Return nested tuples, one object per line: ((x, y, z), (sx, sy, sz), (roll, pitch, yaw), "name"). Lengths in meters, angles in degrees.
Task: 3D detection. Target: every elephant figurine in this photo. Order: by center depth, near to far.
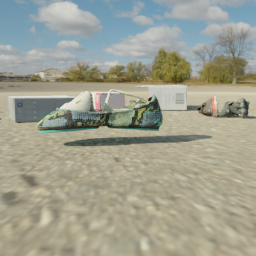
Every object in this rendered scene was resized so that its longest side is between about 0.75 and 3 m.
((4.039, -0.742, 10.955), (1.179, 0.834, 0.914), (-12, -30, 39), "elephant figurine")

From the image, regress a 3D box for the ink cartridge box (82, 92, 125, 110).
((-1.370, -1.447, 14.741), (1.533, 0.866, 2.092), (-7, 11, -37), "ink cartridge box")

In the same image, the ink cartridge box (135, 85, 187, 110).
((1.698, -1.679, 15.012), (2.581, 1.233, 2.940), (1, 9, 5), "ink cartridge box")

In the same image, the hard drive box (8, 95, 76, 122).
((-3.226, -0.777, 10.540), (2.206, 0.847, 1.719), (-5, 10, -27), "hard drive box")

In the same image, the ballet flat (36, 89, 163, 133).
((-0.591, -0.384, 6.172), (2.758, 1.024, 1.024), (-2, 9, -14), "ballet flat")

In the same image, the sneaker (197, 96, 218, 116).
((3.374, -0.926, 11.965), (0.829, 0.780, 2.024), (-4, 7, 14), "sneaker")
